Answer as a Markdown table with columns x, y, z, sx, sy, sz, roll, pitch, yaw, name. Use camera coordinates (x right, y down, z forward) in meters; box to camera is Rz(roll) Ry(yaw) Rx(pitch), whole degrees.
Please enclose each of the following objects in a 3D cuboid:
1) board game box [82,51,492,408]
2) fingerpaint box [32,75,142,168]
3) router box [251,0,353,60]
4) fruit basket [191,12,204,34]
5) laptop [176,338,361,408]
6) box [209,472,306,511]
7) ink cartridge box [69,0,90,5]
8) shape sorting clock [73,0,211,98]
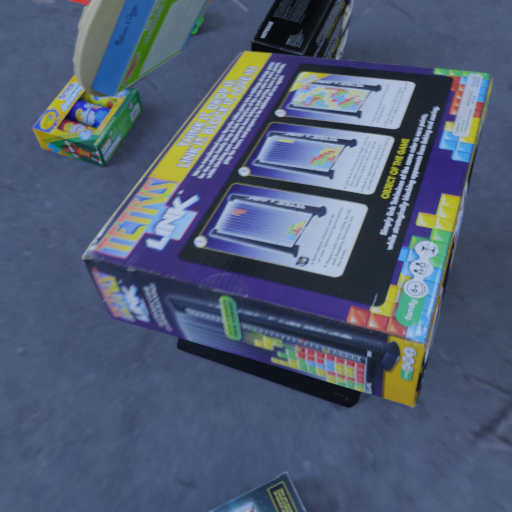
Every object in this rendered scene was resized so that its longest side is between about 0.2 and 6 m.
| x | y | z | sx | sy | sz | roll | pitch | yaw | name |
| --- | --- | --- | --- | --- | --- | --- | --- | --- | --- |
| 0.563 | -0.658 | 5.898 | 3.089 | 1.060 | 3.737 | 13 | 51 | 21 | board game box |
| -3.052 | -2.526 | 10.267 | 1.310 | 0.576 | 1.571 | 19 | 60 | 11 | fingerpaint box |
| 0.869 | -3.624 | 9.774 | 0.875 | 2.557 | 3.428 | 19 | 60 | 10 | router box |
| -1.749 | -5.101 | 11.770 | 1.191 | 0.859 | 1.191 | 6 | 42 | -6 | fruit basket |
| 0.669 | 0.231 | 8.531 | 2.745 | 1.599 | 3.097 | 17 | 43 | 10 | laptop |
| -0.046 | 4.928 | 5.537 | 2.990 | 0.825 | 4.378 | -22 | 61 | -13 | box |
| -3.500 | -6.020 | 12.603 | 1.174 | 0.256 | 1.019 | 17 | 59 | 10 | ink cartridge box |
| -1.319 | -3.577 | 7.740 | 0.653 | 3.331 | 3.331 | 38 | 63 | -5 | shape sorting clock |
